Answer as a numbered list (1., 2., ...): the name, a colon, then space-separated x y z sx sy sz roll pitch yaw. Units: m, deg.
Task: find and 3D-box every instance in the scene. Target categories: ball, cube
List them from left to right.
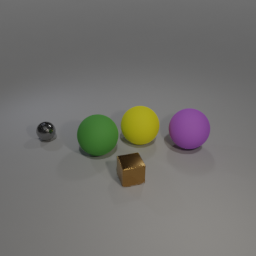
1. ball: -3.041 0.109 10.382 0.700 0.700 0.700 0 30 0
2. ball: -1.021 0.236 9.494 1.400 1.400 1.400 0 30 0
3. cube: 0.083 1.258 8.443 0.700 0.700 0.700 -8 32 -15
4. ball: 0.435 -0.100 10.130 1.400 1.400 1.400 0 30 0
5. ball: 2.110 0.023 9.666 1.400 1.400 1.400 0 30 0
